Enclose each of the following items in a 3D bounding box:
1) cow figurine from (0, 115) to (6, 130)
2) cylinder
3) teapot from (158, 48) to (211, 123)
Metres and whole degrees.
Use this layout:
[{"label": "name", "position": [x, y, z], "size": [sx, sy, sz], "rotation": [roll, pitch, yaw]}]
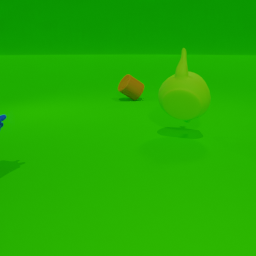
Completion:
[{"label": "cow figurine", "position": [-3.055, -0.223, 4.646], "size": [1.640, 1.667, 0.915], "rotation": [-28, -6, -38]}, {"label": "cylinder", "position": [0.134, -1.787, 12.352], "size": [0.852, 0.852, 0.852], "rotation": [29, 3, -27]}, {"label": "teapot", "position": [1.427, -0.917, 7.009], "size": [1.289, 2.073, 1.015], "rotation": [4, 45, 23]}]
